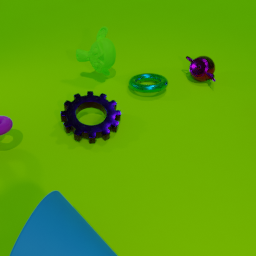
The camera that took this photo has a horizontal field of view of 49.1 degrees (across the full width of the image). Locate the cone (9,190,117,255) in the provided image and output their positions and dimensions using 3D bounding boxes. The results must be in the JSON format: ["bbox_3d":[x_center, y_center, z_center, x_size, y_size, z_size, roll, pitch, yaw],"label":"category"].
[{"bbox_3d":[-0.498,1.909,3.721,1.683,1.676,1.676,18,42,5],"label":"cone"}]

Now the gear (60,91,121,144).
[{"bbox_3d":[-0.922,-0.297,7.008,1.457,0.269,1.457,4,53,-5],"label":"gear"}]

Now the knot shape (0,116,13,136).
[{"bbox_3d":[-3.256,-0.093,6.065,1.433,1.532,0.708,7,68,-3],"label":"knot shape"}]

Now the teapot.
[{"bbox_3d":[2.293,-1.834,8.713,1.312,0.816,0.642,47,26,23],"label":"teapot"}]

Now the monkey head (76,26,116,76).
[{"bbox_3d":[-0.941,-2.254,8.553,1.107,1.539,0.927,10,33,18],"label":"monkey head"}]

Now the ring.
[{"bbox_3d":[0.614,-1.374,8.475,1.204,0.241,1.204,-1,31,1],"label":"ring"}]
